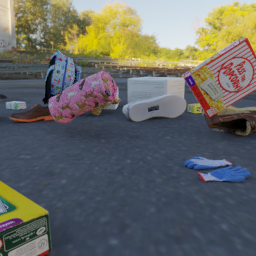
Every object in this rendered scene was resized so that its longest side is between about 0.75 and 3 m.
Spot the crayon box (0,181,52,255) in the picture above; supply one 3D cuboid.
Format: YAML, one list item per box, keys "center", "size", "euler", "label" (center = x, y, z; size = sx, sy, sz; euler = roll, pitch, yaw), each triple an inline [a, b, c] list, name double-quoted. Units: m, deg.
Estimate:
- center: [-2.273, 1.282, 3.197]
  size: [1.797, 0.607, 2.083]
  euler: [10, 16, 42]
  label: "crayon box"

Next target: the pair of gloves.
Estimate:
- center: [1.890, 0.867, 6.122]
  size: [1.110, 0.157, 1.380]
  euler: [-2, 13, -11]
  label: "pair of gloves"

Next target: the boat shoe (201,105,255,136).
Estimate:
- center: [3.745, -0.130, 9.205]
  size: [2.729, 0.984, 0.982]
  euler: [12, 49, -17]
  label: "boat shoe"

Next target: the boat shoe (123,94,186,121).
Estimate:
- center: [1.149, -0.915, 12.312]
  size: [2.952, 1.047, 1.030]
  euler: [-13, 20, -24]
  label: "boat shoe"

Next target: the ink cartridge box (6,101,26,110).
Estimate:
- center: [-5.977, -1.205, 14.930]
  size: [0.849, 0.357, 0.619]
  euler: [6, 14, 25]
  label: "ink cartridge box"

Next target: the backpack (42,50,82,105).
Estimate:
- center: [-2.472, -1.914, 10.710]
  size: [1.284, 1.743, 1.909]
  euler: [11, -33, -14]
  label: "backpack"

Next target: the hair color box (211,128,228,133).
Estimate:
- center: [3.448, -0.074, 10.028]
  size: [0.914, 0.296, 0.500]
  euler: [-14, 19, -41]
  label: "hair color box"

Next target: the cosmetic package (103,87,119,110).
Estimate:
- center: [-1.442, -1.660, 15.340]
  size: [1.761, 1.083, 1.756]
  euler: [2, 13, 2]
  label: "cosmetic package"

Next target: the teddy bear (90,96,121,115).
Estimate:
- center: [-1.686, -1.261, 13.428]
  size: [1.933, 0.890, 2.666]
  euler: [37, 47, 26]
  label: "teddy bear"

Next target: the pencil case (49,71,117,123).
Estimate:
- center: [-1.491, -0.951, 9.104]
  size: [2.304, 0.997, 0.954]
  euler: [-22, -25, 22]
  label: "pencil case"

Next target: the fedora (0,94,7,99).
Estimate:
- center: [-6.263, -0.880, 11.685]
  size: [2.345, 1.071, 2.345]
  euler: [1, 8, 0]
  label: "fedora"

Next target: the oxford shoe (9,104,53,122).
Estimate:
- center: [-3.919, -0.659, 11.673]
  size: [1.947, 0.706, 0.693]
  euler: [-8, 15, -32]
  label: "oxford shoe"

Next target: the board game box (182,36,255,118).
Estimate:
- center: [2.740, -1.402, 7.935]
  size: [1.924, 1.458, 0.446]
  euler: [-33, 21, 13]
  label: "board game box"

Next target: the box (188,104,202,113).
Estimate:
- center: [3.800, -0.993, 13.849]
  size: [1.636, 0.410, 0.616]
  euler: [-5, 13, -20]
  label: "box"

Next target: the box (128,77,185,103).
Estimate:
- center: [1.605, -2.016, 15.724]
  size: [2.435, 1.600, 2.448]
  euler: [8, 15, 32]
  label: "box"
